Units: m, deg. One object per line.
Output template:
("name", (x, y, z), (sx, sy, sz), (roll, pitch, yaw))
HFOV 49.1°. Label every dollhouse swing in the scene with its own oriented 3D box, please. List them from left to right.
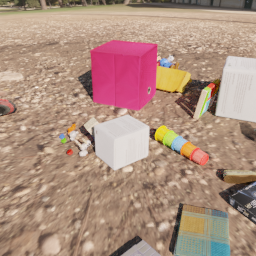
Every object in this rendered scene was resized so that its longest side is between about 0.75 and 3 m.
("dollhouse swing", (2.389, -2.434, 15.304), (1.843, 1.620, 1.675), (18, 75, 29))

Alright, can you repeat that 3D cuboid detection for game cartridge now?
("game cartridge", (0.106, 2.962, 5.716), (1.369, 0.263, 0.887), (-23, 33, -35))

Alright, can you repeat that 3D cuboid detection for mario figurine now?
("mario figurine", (2.132, -4.319, 17.778), (2.156, 1.143, 1.331), (26, 5, 27))

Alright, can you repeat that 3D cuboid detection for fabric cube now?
("fabric cube", (-0.105, -2.621, 13.405), (2.526, 2.518, 2.478), (12, 31, 20))

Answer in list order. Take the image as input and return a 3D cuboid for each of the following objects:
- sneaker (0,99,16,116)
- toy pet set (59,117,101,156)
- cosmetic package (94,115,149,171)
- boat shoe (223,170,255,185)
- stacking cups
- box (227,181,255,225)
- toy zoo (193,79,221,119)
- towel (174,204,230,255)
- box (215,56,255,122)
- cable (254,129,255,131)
("sneaker", (-5.872, -0.719, 11.777), (2.142, 0.757, 1.047), (-4, 29, -2))
("toy pet set", (-1.484, 0.389, 10.077), (1.545, 0.879, 1.655), (-41, 31, -3))
("cosmetic package", (-0.210, 0.431, 9.273), (1.412, 1.175, 1.182), (-19, 34, -32))
("boat shoe", (3.467, 1.413, 8.258), (1.236, 0.453, 0.387), (5, 32, 10))
("stacking cups", (1.808, 0.581, 9.584), (0.620, 0.620, 2.050), (-20, 35, -32))
("box", (3.440, 1.964, 7.460), (1.211, 0.264, 0.970), (-17, 33, -27))
("toy zoo", (3.537, -1.343, 12.273), (0.212, 1.358, 2.071), (28, 39, 24))
("towel", (1.779, 2.497, 6.621), (1.192, 0.176, 1.625), (8, 29, 14))
("box", (4.994, -1.745, 12.127), (1.883, 2.188, 2.198), (12, 31, 20))
("cable", (5.564, 0.047, 10.765), (1.546, 0.389, 0.751), (-20, 33, -32))
